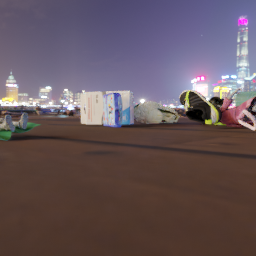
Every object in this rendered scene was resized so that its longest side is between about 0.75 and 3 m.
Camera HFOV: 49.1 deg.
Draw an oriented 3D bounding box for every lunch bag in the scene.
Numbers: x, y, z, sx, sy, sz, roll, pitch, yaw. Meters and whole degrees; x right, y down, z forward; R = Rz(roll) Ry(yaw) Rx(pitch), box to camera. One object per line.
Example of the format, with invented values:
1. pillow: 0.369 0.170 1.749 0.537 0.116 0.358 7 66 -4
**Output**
1. lunch bag: -0.380 -0.527 8.271 0.606 0.971 1.289 -1 3 -11

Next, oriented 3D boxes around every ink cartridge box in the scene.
1. ink cartridge box: -0.826 -0.678 9.696 1.970 1.143 0.668 0 3 13

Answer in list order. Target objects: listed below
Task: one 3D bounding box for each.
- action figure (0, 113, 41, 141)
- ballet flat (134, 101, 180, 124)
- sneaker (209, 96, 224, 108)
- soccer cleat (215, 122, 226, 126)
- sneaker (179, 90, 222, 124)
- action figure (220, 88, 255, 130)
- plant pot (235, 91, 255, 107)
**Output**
1. action figure: -2.217 -0.031 4.229 1.516 0.415 0.896 -3 4 24
2. ballet flat: 1.189 -0.524 10.785 0.899 0.899 2.505 2 4 41
3. sneaker: 3.881 -0.755 11.827 0.812 1.122 2.297 -1 0 42
4. soccer cleat: 3.002 -0.212 8.786 0.464 0.386 1.145 17 5 4
5. sneaker: 1.724 -0.555 7.305 0.664 0.575 1.602 -15 31 -22
6. action figure: 2.780 -0.256 6.995 1.253 1.127 1.683 -45 18 -28
7. plant pot: 5.007 -0.796 11.396 1.303 1.303 1.844 2 10 32
